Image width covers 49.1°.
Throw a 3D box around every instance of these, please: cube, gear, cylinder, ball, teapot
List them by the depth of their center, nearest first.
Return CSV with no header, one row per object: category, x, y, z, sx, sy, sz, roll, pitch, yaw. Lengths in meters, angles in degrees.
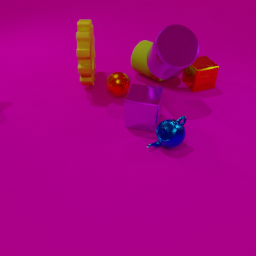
teapot,0.993,0.134,6.988,1.224,0.599,0.761,-43,54,16
cube,0.443,-0.563,7.679,0.902,0.902,0.902,9,42,10
cylinder,1.259,-2.161,8.156,1.239,1.239,1.239,1,84,-8
ball,-0.299,-1.361,8.658,0.758,0.758,0.758,0,41,0
gear,-1.308,-2.366,8.909,0.366,1.980,1.980,-1,41,-2
cube,2.342,-1.770,9.140,0.812,0.812,0.812,-13,42,-14
cylinder,0.856,-2.282,9.513,1.101,1.101,1.101,30,49,31
